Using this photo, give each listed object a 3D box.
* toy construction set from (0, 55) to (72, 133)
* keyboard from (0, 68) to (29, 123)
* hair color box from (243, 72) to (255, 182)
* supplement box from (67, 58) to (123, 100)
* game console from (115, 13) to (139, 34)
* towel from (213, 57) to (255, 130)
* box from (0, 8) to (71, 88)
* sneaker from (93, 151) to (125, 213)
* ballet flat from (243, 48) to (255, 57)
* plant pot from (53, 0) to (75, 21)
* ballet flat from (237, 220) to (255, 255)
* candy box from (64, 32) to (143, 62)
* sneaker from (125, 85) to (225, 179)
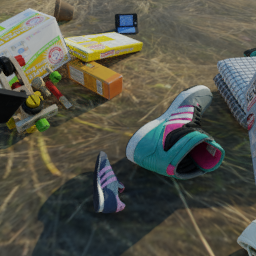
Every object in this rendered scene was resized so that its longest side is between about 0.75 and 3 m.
[{"bbox_3d":[-2.418,-0.562,7.303,1.956,2.123,2.546,45,34,16],"label":"toy construction set"},{"bbox_3d":[-2.733,-0.624,4.249,2.474,1.572,0.255,5,54,-50],"label":"keyboard"},{"bbox_3d":[2.426,0.549,3.594,1.340,0.821,2.707,-3,72,8],"label":"hair color box"},{"bbox_3d":[-1.084,-1.643,8.947,1.940,0.667,0.646,33,51,28],"label":"supplement box"},{"bbox_3d":[-0.055,-4.500,12.076,1.004,0.857,0.594,-3,16,-4],"label":"game console"},{"bbox_3d":[4.158,-1.071,7.968,2.814,1.204,2.330,-5,42,-3],"label":"towel"},{"bbox_3d":[-3.453,-2.197,8.487,1.620,1.459,2.879,31,61,36],"label":"box"},{"bbox_3d":[-0.416,1.168,6.111,0.628,0.538,1.532,10,43,-16],"label":"sneaker"},{"bbox_3d":[4.902,-2.915,10.460,1.363,0.463,0.466,-17,37,-18],"label":"ballet flat"},{"bbox_3d":[-2.921,-5.328,12.802,0.863,0.990,0.990,10,40,-17],"label":"plant pot"},{"bbox_3d":[2.662,2.627,4.339,0.897,0.897,2.585,-14,40,-14],"label":"ballet flat"},{"bbox_3d":[-0.912,-2.984,10.088,1.491,0.385,2.917,33,37,27],"label":"candy box"},{"bbox_3d":[1.556,0.119,6.567,1.781,1.233,2.949,31,59,35],"label":"sneaker"}]
